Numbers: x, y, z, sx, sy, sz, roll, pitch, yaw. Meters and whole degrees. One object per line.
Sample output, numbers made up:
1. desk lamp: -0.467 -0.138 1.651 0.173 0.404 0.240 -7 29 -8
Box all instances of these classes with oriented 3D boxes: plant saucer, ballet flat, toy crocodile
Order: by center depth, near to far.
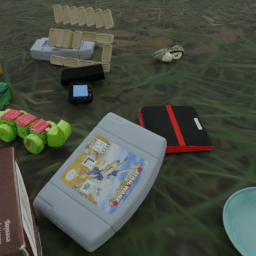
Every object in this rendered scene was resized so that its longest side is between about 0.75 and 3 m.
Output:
1. plant saucer: 2.622 1.862 4.969 1.878 0.338 1.878 1 36 0
2. toy crocodile: -2.602 -0.041 7.178 2.543 0.785 0.858 17 40 22
3. ballet flat: 1.759 -3.023 11.529 1.596 0.541 0.601 -25 62 -32

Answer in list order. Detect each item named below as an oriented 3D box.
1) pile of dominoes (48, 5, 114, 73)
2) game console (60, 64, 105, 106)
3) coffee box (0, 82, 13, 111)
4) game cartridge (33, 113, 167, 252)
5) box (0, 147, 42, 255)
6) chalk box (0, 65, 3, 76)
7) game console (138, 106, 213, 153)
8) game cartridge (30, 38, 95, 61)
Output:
1. pile of dominoes: -1.741 -3.418 10.714 2.910 2.268 0.463 14 10 23
2. game console: -1.456 -1.438 9.130 1.481 0.303 2.512 -11 36 -3
3. coffee box: -5.172 -0.830 8.387 2.807 0.617 1.726 5 36 6
4. game cartridge: -0.412 0.919 5.412 1.671 0.521 2.509 24 64 30
5. box: -2.441 1.737 3.822 2.283 1.875 1.894 -13 38 -17
6. chalk box: -5.875 -2.316 9.769 2.218 1.384 1.375 8 37 10
7. game console: 1.201 -0.015 7.620 1.718 0.301 1.942 0 37 -6
8. game cartridge: -2.765 -3.409 12.044 2.546 0.529 1.696 0 41 0
